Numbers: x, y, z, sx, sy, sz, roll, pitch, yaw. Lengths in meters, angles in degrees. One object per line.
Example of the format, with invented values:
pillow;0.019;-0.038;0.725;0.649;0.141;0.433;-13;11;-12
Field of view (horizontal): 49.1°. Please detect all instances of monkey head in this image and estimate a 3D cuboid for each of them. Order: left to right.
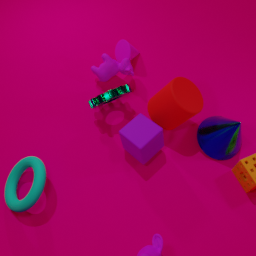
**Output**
monkey head;0.611;3.209;6.344;1.008;0.844;1.401;10;96;31

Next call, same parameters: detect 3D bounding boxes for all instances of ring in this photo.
ring;-2.764;1.487;7.504;1.504;0.301;1.504;-17;58;30

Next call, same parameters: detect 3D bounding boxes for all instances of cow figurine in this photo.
cow figurine;-0.477;-1.953;9.487;1.218;0.679;1.238;42;90;2

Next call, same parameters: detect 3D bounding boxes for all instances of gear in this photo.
gear;-0.552;-0.970;8.655;1.360;1.360;0.251;-24;93;-13

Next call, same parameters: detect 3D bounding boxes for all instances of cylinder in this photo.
cylinder;1.380;-0.699;8.258;1.195;1.195;1.195;16;57;-27

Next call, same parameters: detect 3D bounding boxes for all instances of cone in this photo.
cone;0.132;-2.758;10.213;0.871;0.868;0.868;-12;57;-39
cone;2.851;0.076;7.906;1.416;1.421;1.416;1;72;-5

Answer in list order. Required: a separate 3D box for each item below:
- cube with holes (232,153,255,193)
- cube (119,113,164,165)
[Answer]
cube with holes;3.526;1.221;7.803;0.753;0.753;0.753;-21;63;-11
cube;0.405;0.315;8.056;0.893;0.893;0.893;-40;57;-19
